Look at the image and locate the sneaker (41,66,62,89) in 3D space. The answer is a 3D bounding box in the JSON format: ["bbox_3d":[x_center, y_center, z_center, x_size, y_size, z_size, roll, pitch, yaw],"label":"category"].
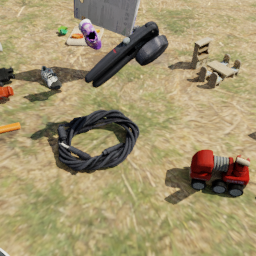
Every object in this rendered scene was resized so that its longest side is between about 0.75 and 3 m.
[{"bbox_3d":[-3.276,-2.144,11.754,0.521,0.622,1.406,-32,55,-29],"label":"sneaker"}]

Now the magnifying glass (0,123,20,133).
[{"bbox_3d":[-4.834,0.160,9.762,2.058,0.230,0.819,-15,47,-12],"label":"magnifying glass"}]

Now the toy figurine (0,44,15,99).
[{"bbox_3d":[-5.413,-2.151,10.754,1.454,2.057,2.090,-15,46,-5],"label":"toy figurine"}]

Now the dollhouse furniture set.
[{"bbox_3d":[3.714,-2.887,12.041,1.624,1.231,1.853,-29,52,-26],"label":"dollhouse furniture set"}]

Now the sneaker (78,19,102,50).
[{"bbox_3d":[-1.207,-3.046,9.533,0.528,1.313,0.580,-38,64,0],"label":"sneaker"}]

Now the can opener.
[{"bbox_3d":[-0.164,-1.977,7.728,2.554,0.809,1.004,-29,51,15],"label":"can opener"}]

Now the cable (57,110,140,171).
[{"bbox_3d":[-0.928,0.348,9.208,2.760,0.701,2.252,-8,46,-9],"label":"cable"}]

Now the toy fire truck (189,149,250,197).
[{"bbox_3d":[2.601,1.062,7.687,1.612,1.832,1.178,9,45,8],"label":"toy fire truck"}]

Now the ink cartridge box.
[{"bbox_3d":[-0.775,-4.640,10.131,2.390,2.347,0.518,21,61,1],"label":"ink cartridge box"}]

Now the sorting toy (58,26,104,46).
[{"bbox_3d":[-2.603,-4.906,14.665,2.441,0.359,1.805,4,45,3],"label":"sorting toy"}]

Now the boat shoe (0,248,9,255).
[{"bbox_3d":[-3.347,3.005,6.765,1.248,0.472,0.376,12,44,28],"label":"boat shoe"}]
